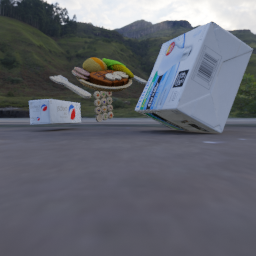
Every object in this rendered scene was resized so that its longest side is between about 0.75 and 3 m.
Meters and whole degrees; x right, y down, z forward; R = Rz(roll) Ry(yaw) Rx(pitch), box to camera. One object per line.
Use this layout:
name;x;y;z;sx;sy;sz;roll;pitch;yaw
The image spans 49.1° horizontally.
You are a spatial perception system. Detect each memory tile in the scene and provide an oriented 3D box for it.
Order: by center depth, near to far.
memory tile;-0.992;-0.920;11.512;0.105;1.253;0.960;8;17;44

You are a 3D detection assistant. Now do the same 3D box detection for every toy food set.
toy food set;-0.429;-0.938;4.809;1.054;0.306;1.527;30;35;31

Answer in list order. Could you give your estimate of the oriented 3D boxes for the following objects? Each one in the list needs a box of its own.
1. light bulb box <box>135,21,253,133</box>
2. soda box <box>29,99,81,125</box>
light bulb box;1.290;-0.955;5.960;1.157;1.838;1.855;26;-8;-21
soda box;-1.707;-0.366;6.807;0.517;0.553;1.624;-3;1;15
